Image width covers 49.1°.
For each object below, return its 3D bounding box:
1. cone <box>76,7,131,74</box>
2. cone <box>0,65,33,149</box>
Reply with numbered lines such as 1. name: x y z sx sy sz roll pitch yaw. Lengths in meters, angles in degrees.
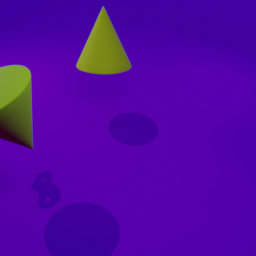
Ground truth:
1. cone: -0.672 -2.498 7.750 1.589 1.594 1.589 1 29 -1
2. cone: -2.220 -0.103 5.380 1.562 1.568 1.562 -11 43 11
